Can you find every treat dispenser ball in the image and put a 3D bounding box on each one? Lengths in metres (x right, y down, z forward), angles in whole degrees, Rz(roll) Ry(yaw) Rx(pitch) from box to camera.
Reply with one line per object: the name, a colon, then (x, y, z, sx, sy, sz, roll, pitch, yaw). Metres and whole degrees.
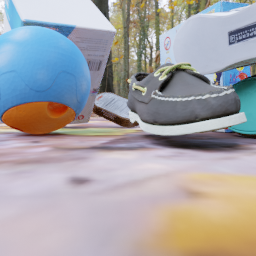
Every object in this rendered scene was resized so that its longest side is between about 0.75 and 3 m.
treat dispenser ball: (-1.563, -0.801, 4.848, 1.820, 1.820, 1.820, 0, 3, 0)

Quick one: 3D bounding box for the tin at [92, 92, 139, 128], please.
tin: (-0.300, -0.561, 8.064, 1.655, 0.347, 0.927, 24, 40, 21)

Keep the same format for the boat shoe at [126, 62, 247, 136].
boat shoe: (0.504, -0.431, 3.630, 0.941, 0.795, 2.640, -8, 8, -13)

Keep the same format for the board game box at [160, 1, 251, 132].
board game box: (1.681, -1.228, 6.606, 0.715, 2.506, 2.559, -4, 4, -21)

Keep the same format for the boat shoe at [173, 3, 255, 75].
boat shoe: (1.691, -1.320, 3.996, 0.865, 0.947, 2.632, -7, 3, -27)

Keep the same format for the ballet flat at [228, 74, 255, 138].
ballet flat: (2.186, -0.347, 3.654, 0.965, 0.959, 2.821, 3, -4, -7)

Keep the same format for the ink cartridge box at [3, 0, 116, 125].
ink cartridge box: (-1.963, -1.734, 7.171, 2.083, 2.839, 2.073, -5, 46, -32)
